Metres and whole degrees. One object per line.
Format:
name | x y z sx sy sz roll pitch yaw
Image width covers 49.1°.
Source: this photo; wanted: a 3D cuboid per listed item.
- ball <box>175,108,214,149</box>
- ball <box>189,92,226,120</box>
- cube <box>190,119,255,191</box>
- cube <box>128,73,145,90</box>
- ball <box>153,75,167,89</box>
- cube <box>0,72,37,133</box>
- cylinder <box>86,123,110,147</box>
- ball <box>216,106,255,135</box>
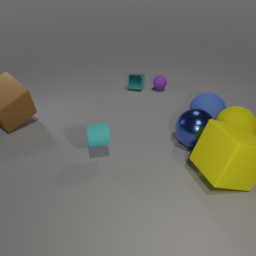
ball | 2.346 0.017 9.732 1.400 1.400 1.400 0 30 0
ball | 3.078 -0.671 10.851 1.400 1.400 1.400 0 30 0
cube | 2.902 0.771 7.984 1.400 1.400 1.400 11 24 -26
cube | 0.442 -2.395 14.388 0.700 0.700 0.700 7 20 15
ball | 1.622 -2.319 14.160 0.700 0.700 0.700 0 30 0
cube | -4.592 -0.971 10.667 1.400 1.400 1.400 38 63 20
cylinder | -0.954 0.225 8.907 0.700 0.700 0.700 -8 31 -8
ball | 3.745 -0.055 9.762 1.400 1.400 1.400 0 30 0
